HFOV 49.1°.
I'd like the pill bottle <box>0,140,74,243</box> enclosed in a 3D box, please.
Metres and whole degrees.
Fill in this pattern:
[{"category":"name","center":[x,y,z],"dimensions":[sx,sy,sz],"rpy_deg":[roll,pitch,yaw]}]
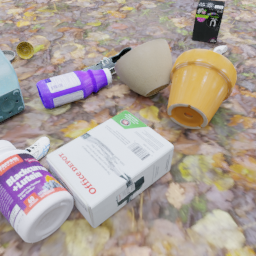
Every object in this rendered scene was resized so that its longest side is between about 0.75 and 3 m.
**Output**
[{"category":"pill bottle","center":[-2.816,1.518,7.376],"dimensions":[2.679,1.493,1.493],"rpy_deg":[37,55,25]}]

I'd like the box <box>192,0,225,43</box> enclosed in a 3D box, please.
[{"category":"box","center":[4.086,-5.449,14.298],"dimensions":[1.316,1.772,1.101],"rpy_deg":[13,46,13]}]

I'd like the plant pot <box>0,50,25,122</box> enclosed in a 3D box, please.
[{"category":"plant pot","center":[-4.865,-1.338,10.206],"dimensions":[1.915,1.921,1.956],"rpy_deg":[-33,61,-29]}]

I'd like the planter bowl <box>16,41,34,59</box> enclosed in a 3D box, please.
[{"category":"planter bowl","center":[-4.929,-3.722,13.415],"dimensions":[0.811,0.811,0.338],"rpy_deg":[-19,22,-18]}]

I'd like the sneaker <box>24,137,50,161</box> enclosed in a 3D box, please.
[{"category":"sneaker","center":[-3.043,0.786,8.932],"dimensions":[0.559,0.563,1.555],"rpy_deg":[17,46,18]}]

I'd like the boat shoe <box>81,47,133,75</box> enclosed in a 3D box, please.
[{"category":"boat shoe","center":[-0.920,-2.830,12.308],"dimensions":[2.852,0.881,1.038],"rpy_deg":[-24,50,-22]}]

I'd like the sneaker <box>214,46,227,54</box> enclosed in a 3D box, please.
[{"category":"sneaker","center":[4.354,-3.758,13.658],"dimensions":[1.092,0.411,0.483],"rpy_deg":[-29,40,-34]}]

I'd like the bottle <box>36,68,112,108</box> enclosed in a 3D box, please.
[{"category":"bottle","center":[-2.068,-1.679,11.114],"dimensions":[2.886,0.942,1.205],"rpy_deg":[-20,46,-19]}]

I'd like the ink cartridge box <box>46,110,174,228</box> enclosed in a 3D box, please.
[{"category":"ink cartridge box","center":[-0.492,1.045,8.171],"dimensions":[2.978,1.237,2.183],"rpy_deg":[-31,53,-27]}]

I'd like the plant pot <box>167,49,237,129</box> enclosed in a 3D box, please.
[{"category":"plant pot","center":[2.420,-1.209,9.954],"dimensions":[2.311,2.311,2.116],"rpy_deg":[18,64,17]}]

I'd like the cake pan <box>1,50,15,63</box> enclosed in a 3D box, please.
[{"category":"cake pan","center":[-5.912,-3.327,13.286],"dimensions":[1.143,0.210,1.143],"rpy_deg":[0,45,0]}]

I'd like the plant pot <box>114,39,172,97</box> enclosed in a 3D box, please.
[{"category":"plant pot","center":[0.812,-2.148,10.981],"dimensions":[2.306,2.306,1.548],"rpy_deg":[-23,83,-21]}]
